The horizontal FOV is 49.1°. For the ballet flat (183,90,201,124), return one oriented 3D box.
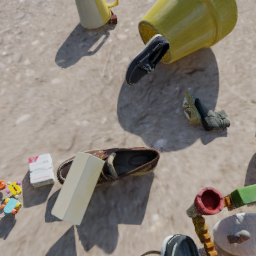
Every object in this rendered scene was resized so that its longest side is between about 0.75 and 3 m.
[{"bbox_3d":[1.886,-0.651,8.595,0.387,0.422,1.228,-14,54,4],"label":"ballet flat"}]

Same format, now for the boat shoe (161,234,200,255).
[{"bbox_3d":[1.060,3.251,5.361,0.862,0.688,2.280,1,67,-19],"label":"boat shoe"}]

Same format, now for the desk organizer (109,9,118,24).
[{"bbox_3d":[-0.653,-4.591,11.498,0.290,0.270,0.752,-10,55,-10],"label":"desk organizer"}]

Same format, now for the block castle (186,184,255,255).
[{"bbox_3d":[2.876,2.024,5.737,2.932,1.376,1.959,-7,62,-15],"label":"block castle"}]

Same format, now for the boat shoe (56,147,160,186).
[{"bbox_3d":[-0.482,0.906,6.996,2.653,0.955,0.957,-6,75,-7],"label":"boat shoe"}]

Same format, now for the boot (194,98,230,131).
[{"bbox_3d":[2.538,-0.436,8.490,0.772,0.400,1.181,-12,63,-14],"label":"boot"}]

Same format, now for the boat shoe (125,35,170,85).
[{"bbox_3d":[0.481,-1.643,7.014,1.482,0.538,0.465,-52,49,8],"label":"boat shoe"}]

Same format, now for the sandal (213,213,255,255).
[{"bbox_3d":[3.109,2.323,6.352,2.306,0.567,0.938,-14,73,9],"label":"sandal"}]

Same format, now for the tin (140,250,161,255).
[{"bbox_3d":[0.253,3.252,5.845,1.636,0.342,0.916,-25,62,-17],"label":"tin"}]

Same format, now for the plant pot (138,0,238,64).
[{"bbox_3d":[1.827,-3.610,9.516,2.508,2.666,2.666,-39,62,-8],"label":"plant pot"}]

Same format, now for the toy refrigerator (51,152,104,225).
[{"bbox_3d":[-1.104,1.344,6.334,0.569,0.524,1.498,1,65,50],"label":"toy refrigerator"}]

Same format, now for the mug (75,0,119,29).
[{"bbox_3d":[-1.354,-4.920,10.899,1.286,1.318,1.606,33,72,31],"label":"mug"}]

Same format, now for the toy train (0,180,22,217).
[{"bbox_3d":[-3.036,1.742,6.943,0.854,0.316,1.137,-15,53,-9],"label":"toy train"}]

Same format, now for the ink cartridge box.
[{"bbox_3d":[-2.268,1.120,7.360,0.555,0.319,0.765,-13,56,-9],"label":"ink cartridge box"}]
